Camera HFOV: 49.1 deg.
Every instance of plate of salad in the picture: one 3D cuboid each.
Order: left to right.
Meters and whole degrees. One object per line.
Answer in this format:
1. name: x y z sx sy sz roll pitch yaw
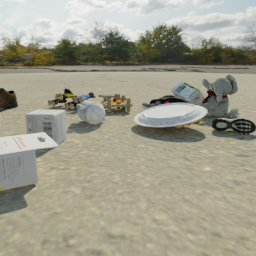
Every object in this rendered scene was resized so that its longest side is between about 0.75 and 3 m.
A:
1. plate of salad: 1.711 -0.415 11.405 2.971 0.714 2.971 -9 18 3

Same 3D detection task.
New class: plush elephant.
1. plush elephant: 4.224 -1.587 13.529 2.505 1.939 2.063 13 19 40

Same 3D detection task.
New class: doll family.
1. doll family: -3.071 -1.630 15.681 2.685 1.053 1.552 14 16 18

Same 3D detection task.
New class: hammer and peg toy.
1. hammer and peg toy: -0.727 -1.353 15.038 1.496 0.717 2.034 -4 16 -17

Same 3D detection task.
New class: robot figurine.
1. robot figurine: -1.578 -0.664 12.039 1.362 0.907 1.605 24 -2 -37

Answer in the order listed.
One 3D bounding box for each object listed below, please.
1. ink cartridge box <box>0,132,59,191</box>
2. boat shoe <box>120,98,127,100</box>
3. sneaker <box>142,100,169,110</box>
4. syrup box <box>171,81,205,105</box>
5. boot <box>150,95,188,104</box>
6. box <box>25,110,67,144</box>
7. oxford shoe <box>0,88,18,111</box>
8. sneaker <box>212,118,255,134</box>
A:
1. ink cartridge box: -3.011 0.798 6.455 2.549 0.865 1.467 -8 17 -29
2. boat shoe: -0.217 -1.725 17.355 0.930 0.300 0.332 9 17 31
3. sneaker: 1.458 -1.146 14.428 1.588 0.593 0.640 11 15 31
4. syrup box: 3.223 -1.791 15.135 0.807 0.834 2.049 -41 32 0
5. boot: 2.396 -1.376 15.209 2.078 0.760 1.565 1 13 27
6. box: -2.701 -0.040 9.332 1.054 1.048 0.902 3 15 11
7. oxford shoe: -6.910 -1.482 14.724 1.018 1.183 2.803 4 17 9
8. sneaker: 4.076 -0.129 10.767 1.570 0.604 0.696 8 9 22
